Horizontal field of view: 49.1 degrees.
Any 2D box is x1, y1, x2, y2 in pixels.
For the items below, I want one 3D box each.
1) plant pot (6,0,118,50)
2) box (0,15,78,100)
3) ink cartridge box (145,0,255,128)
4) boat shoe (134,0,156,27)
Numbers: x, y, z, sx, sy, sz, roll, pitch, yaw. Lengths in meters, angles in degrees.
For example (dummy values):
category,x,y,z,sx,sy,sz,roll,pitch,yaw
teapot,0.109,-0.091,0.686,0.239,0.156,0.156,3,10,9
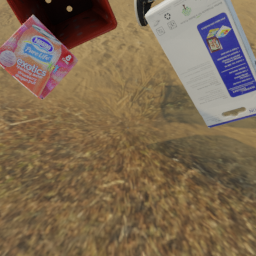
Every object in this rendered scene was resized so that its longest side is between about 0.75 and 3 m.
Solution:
category,x,y,z,sx,sy,sz,roll,pitch,yaw
plant pot,-1.962,-3.817,8.172,2.403,2.405,2.120,-24,34,3
box,-2.055,-1.457,6.223,1.105,1.198,2.334,-48,20,-7
ink cartridge box,1.738,-1.412,5.807,1.481,2.979,0.584,-17,29,34
boat shoe,0.701,-5.009,10.192,0.759,2.518,0.930,7,23,19
